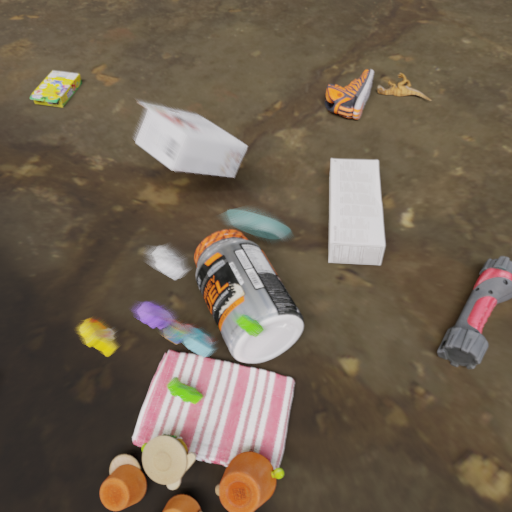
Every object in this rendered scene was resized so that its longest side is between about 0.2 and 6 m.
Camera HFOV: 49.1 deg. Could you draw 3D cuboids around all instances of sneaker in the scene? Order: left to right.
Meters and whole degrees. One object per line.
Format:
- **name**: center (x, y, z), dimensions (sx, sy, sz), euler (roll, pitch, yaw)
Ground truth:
- **sneaker**: center (2.409, -4.356, 14.645), dimensions (1.066, 0.738, 1.904), euler (17, 51, 13)

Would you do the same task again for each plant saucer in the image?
- **plant saucer**: center (0.018, -0.529, 10.058), dimensions (1.199, 1.199, 0.216), euler (16, 83, 14)

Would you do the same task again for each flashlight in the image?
- **flashlight**: center (4.067, 0.996, 9.931), dimensions (0.775, 0.772, 2.279), euler (35, 56, 7)

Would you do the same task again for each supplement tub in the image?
- **supplement tub**: center (-0.217, 0.651, 9.824), dimensions (1.356, 1.356, 2.213), euler (-19, 51, -16)

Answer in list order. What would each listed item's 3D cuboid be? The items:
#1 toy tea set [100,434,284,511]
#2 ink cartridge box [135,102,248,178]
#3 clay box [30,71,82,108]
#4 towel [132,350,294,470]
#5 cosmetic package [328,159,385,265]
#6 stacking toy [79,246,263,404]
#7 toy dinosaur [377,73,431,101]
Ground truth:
- **toy tea set**: center (-0.891, 3.270, 7.923), dimensions (2.571, 0.951, 1.529), euler (19, 93, 14)
- **ink cartridge box**: center (-1.285, -2.148, 10.411), dimensions (1.486, 0.710, 1.693), euler (38, 24, 30)
- **clay box**: center (-5.346, -4.414, 14.955), dimensions (0.816, 0.338, 1.420), euler (10, 49, 8)
- **towel**: center (-0.625, 2.477, 8.938), dimensions (2.313, 0.346, 1.693), euler (12, 50, 6)
- **cosmetic package**: center (2.051, -0.974, 11.712), dimensions (1.070, 0.657, 2.593), euler (4, 49, 4)
- **stacking toy**: center (-1.169, 1.075, 8.217), dimensions (1.663, 2.206, 0.518), euler (-46, 29, 9)
- **toy dinosaur**: center (3.988, -4.451, 15.041), dimensions (1.432, 0.432, 0.760), euler (8, 74, 13)
